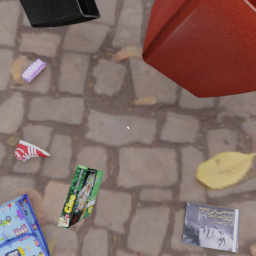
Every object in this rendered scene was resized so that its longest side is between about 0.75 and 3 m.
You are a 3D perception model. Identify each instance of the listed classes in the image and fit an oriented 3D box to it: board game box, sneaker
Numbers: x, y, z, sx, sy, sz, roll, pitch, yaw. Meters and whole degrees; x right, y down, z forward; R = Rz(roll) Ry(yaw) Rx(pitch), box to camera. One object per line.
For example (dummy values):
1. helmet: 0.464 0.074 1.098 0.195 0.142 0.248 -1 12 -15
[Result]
1. board game box: -0.843 1.289 5.506 0.234 1.996 1.046 14 80 5
2. sneaker: -2.865 0.802 8.339 1.063 0.379 0.598 20 76 11

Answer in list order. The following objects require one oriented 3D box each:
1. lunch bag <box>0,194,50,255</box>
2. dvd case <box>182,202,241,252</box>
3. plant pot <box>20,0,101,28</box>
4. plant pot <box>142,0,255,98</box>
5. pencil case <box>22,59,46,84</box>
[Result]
1. lunch bag: -3.197 3.145 7.751 1.535 0.959 2.039 -26 93 -6
2. dvd case: 2.409 2.843 8.084 1.578 0.126 1.174 9 79 1
3. plant pot: -1.775 -3.251 6.877 1.425 1.607 1.603 -18 106 15
4. plant pot: 1.869 -2.276 5.974 2.819 2.487 2.822 28 56 -25
5. pencil case: -2.975 -1.803 8.836 0.822 0.351 0.345 -50 127 -7
